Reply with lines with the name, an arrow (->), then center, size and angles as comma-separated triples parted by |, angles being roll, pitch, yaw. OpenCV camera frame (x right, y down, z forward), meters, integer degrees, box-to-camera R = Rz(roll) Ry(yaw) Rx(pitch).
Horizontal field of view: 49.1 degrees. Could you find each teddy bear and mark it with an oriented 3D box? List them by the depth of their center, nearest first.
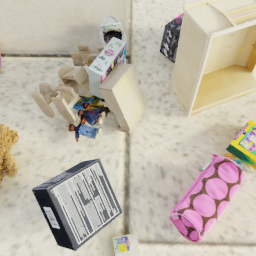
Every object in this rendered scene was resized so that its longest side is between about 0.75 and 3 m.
teddy bear -> -3.625, 0.940, 7.373 | 1.554, 0.716, 2.144 | -9, 65, 3

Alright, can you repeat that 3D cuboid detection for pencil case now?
pencil case -> 1.868, 1.621, 6.718 | 2.102, 0.954, 0.985 | -45, 103, -27

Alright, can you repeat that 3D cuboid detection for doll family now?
doll family -> -1.069, -0.385, 8.074 | 1.011, 0.686, 1.749 | 15, 54, 18

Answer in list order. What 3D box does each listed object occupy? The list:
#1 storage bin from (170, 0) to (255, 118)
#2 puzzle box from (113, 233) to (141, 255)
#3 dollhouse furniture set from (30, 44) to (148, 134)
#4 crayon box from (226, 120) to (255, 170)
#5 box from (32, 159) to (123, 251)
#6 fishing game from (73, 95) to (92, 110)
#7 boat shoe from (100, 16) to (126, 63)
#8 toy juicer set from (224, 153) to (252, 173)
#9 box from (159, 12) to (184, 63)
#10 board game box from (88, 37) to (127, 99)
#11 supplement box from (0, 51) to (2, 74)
storage bin -> 2.875, -2.111, 7.902 | 2.929, 2.950, 1.382 | -19, 57, -12
puzzle box -> 0.000, 2.892, 6.372 | 0.577, 0.110, 0.867 | -9, 58, -5
dollhouse furniture set -> -0.951, -1.044, 8.357 | 2.590, 1.685, 2.379 | 14, 56, 32
crayon box -> 3.483, 0.475, 7.704 | 1.047, 0.354, 1.214 | 38, 58, 20
box -> -1.073, 1.616, 6.134 | 1.399, 0.869, 1.410 | -27, 97, -40
fishing game -> -1.457, -0.898, 8.769 | 1.057, 0.164, 0.757 | 9, 61, 5
boat shoe -> -0.514, -3.105, 9.772 | 0.948, 0.825, 2.571 | -2, 57, -2
toy juicer set -> 2.950, 0.934, 7.597 | 0.791, 0.215, 0.503 | 22, 40, 5
box -> 2.138, -3.174, 9.581 | 1.852, 1.224, 1.063 | -39, 69, -22
board game box -> -0.560, -1.665, 7.788 | 0.446, 1.024, 1.388 | 24, 60, 9
supplement box -> -4.962, -2.772, 9.318 | 0.990, 1.256, 1.919 | -14, 58, -7
